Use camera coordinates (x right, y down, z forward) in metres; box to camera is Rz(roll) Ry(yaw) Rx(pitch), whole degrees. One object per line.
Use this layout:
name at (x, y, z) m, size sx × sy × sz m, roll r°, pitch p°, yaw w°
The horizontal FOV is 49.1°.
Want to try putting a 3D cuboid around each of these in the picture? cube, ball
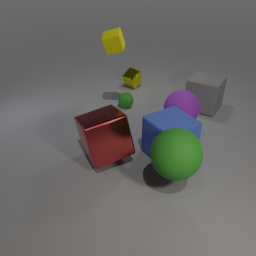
cube at (3.409, -1.541, 12.420) m, size 1.400 × 1.400 × 1.400 m, roll 17°, pitch 34°, yaw 25°
ball at (2.108, -0.788, 11.006) m, size 1.400 × 1.400 × 1.400 m, roll 0°, pitch 31°, yaw 0°
cube at (1.415, 0.295, 9.431) m, size 1.400 × 1.400 × 1.400 m, roll -19°, pitch 37°, yaw -27°
cube at (-0.771, 0.230, 9.118) m, size 1.400 × 1.400 × 1.400 m, roll -21°, pitch 25°, yaw -16°
ball at (1.291, 0.694, 7.490) m, size 1.400 × 1.400 × 1.400 m, roll 0°, pitch 31°, yaw 0°
cube at (-0.563, -3.395, 10.987) m, size 0.700 × 0.700 × 0.700 m, roll -10°, pitch 42°, yaw 14°
cube at (0.232, -2.578, 14.523) m, size 0.700 × 0.700 × 0.700 m, roll 27°, pitch 68°, yaw 26°
ball at (-0.096, -1.263, 12.663) m, size 0.700 × 0.700 × 0.700 m, roll 0°, pitch 31°, yaw 0°
